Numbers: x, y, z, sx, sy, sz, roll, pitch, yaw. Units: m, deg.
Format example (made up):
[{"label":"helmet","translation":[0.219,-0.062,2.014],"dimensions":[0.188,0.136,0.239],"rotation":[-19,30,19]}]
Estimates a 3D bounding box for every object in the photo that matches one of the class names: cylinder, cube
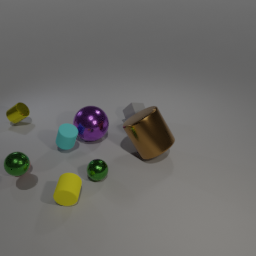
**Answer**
[{"label":"cylinder","translation":[0.739,0.157,9.942],"dimensions":[1.400,1.400,1.400],"rotation":[-29,13,8]},{"label":"cylinder","translation":[-4.738,-0.647,12.063],"dimensions":[0.700,0.700,0.700],"rotation":[-27,21,25]},{"label":"cylinder","translation":[-1.756,1.795,8.205],"dimensions":[0.700,0.700,0.700],"rotation":[2,35,3]},{"label":"cube","translation":[0.318,-0.621,12.010],"dimensions":[0.700,0.700,0.700],"rotation":[-1,64,-41]},{"label":"cylinder","translation":[-2.238,0.312,10.226],"dimensions":[0.700,0.700,0.700],"rotation":[14,42,-13]}]

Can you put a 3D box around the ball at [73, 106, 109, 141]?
[{"label":"ball","translation":[-1.450,-0.178,11.001],"dimensions":[1.400,1.400,1.400],"rotation":[0,30,0]}]

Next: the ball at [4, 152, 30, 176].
[{"label":"ball","translation":[-3.152,1.019,7.952],"dimensions":[0.700,0.700,0.700],"rotation":[0,30,0]}]

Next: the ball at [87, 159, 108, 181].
[{"label":"ball","translation":[-0.982,1.347,9.047],"dimensions":[0.700,0.700,0.700],"rotation":[0,30,0]}]

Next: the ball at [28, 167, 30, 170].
[{"label":"ball","translation":[-3.588,1.200,9.236],"dimensions":[0.700,0.700,0.700],"rotation":[0,30,0]}]
